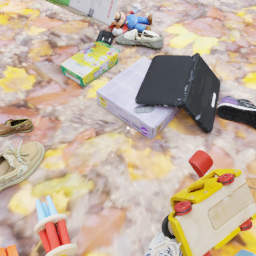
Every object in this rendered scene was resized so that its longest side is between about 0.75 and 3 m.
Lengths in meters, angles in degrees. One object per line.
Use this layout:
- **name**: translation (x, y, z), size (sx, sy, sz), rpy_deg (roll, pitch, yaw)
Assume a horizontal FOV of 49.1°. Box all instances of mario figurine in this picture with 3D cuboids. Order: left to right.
- **mario figurine**: translation (-0.012, -4.577, 11.890), size (2.069, 1.097, 1.277), rpy_deg (8, 46, 4)

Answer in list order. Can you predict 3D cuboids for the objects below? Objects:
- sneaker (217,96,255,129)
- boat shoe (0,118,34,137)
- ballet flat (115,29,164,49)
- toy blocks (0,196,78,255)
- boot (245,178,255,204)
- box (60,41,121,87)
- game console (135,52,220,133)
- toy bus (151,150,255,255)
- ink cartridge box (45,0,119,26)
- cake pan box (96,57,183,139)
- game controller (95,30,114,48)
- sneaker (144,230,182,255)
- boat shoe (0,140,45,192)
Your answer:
- **sneaker**: translation (3.898, -0.559, 8.838), size (1.981, 0.750, 0.867), rpy_deg (22, 48, 17)
- **boat shoe**: translation (-3.602, -0.079, 8.591), size (1.319, 0.448, 0.474), rpy_deg (-11, 51, -9)
- **ballet flat**: translation (0.477, -3.736, 11.479), size (2.047, 0.652, 0.690), rpy_deg (12, 51, 10)
- **toy blocks**: translation (-2.061, 2.699, 6.075), size (1.832, 0.798, 2.198), rpy_deg (-20, 53, -17)
- **boot**: translation (3.199, 1.897, 6.909), size (1.215, 0.579, 1.570), rpy_deg (9, 40, 6)
- **box**: translation (-1.336, -2.519, 10.581), size (1.248, 0.514, 2.127), rpy_deg (33, 60, 25)
- **game console**: translation (1.759, -1.215, 9.264), size (1.476, 2.230, 2.536), rpy_deg (-22, 35, 43)
- **toy bus**: translation (1.582, 1.935, 6.261), size (2.598, 1.342, 2.451), rpy_deg (25, 73, -20)
- **ink cartridge box**: translation (-1.496, -4.753, 8.989), size (1.202, 2.088, 2.861), rpy_deg (24, 13, 28)
- **cake pan box**: translation (0.666, -1.153, 9.346), size (2.408, 0.684, 2.615), rpy_deg (34, 58, 22)
- **game controller**: translation (-0.990, -3.672, 11.732), size (0.674, 0.272, 1.292), rpy_deg (17, 51, -5)
- **sneaker**: translation (0.613, 2.888, 5.885), size (0.769, 0.850, 1.995), rpy_deg (26, 54, 20)
- **boat shoe**: translation (-3.300, 1.101, 7.408), size (0.896, 0.766, 2.444), rpy_deg (34, 58, 25)
